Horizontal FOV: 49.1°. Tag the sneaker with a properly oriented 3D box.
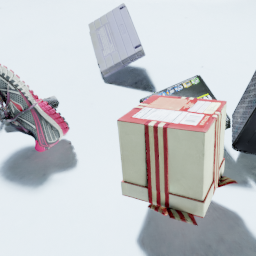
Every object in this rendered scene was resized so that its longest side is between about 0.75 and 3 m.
[{"bbox_3d":[-2.532,-0.533,6.407,2.507,1.011,0.936,42,71,-1],"label":"sneaker"}]

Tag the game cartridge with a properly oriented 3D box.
[{"bbox_3d":[-0.472,-3.091,9.794,1.650,0.488,2.545,-27,58,18],"label":"game cartridge"}]

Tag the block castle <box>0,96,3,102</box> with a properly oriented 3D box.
[{"bbox_3d":[-3.948,-1.045,7.593,0.806,0.566,1.206,13,1,13],"label":"block castle"}]

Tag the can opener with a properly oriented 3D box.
[{"bbox_3d":[-2.561,-0.506,7.351,1.542,0.512,0.406,-20,74,-4],"label":"can opener"}]

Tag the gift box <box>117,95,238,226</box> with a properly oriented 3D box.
[{"bbox_3d":[0.903,0.506,4.828,1.823,1.702,1.682,12,29,32],"label":"gift box"}]

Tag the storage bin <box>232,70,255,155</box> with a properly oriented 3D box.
[{"bbox_3d":[3.088,-0.274,5.833,1.351,1.998,0.937,10,56,6],"label":"storage bin"}]

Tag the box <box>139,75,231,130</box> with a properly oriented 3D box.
[{"bbox_3d":[1.264,-0.351,6.583,1.670,0.397,1.613,-22,48,5],"label":"box"}]
